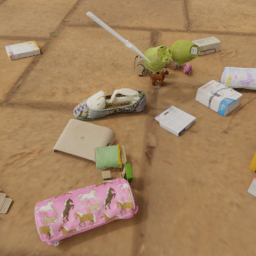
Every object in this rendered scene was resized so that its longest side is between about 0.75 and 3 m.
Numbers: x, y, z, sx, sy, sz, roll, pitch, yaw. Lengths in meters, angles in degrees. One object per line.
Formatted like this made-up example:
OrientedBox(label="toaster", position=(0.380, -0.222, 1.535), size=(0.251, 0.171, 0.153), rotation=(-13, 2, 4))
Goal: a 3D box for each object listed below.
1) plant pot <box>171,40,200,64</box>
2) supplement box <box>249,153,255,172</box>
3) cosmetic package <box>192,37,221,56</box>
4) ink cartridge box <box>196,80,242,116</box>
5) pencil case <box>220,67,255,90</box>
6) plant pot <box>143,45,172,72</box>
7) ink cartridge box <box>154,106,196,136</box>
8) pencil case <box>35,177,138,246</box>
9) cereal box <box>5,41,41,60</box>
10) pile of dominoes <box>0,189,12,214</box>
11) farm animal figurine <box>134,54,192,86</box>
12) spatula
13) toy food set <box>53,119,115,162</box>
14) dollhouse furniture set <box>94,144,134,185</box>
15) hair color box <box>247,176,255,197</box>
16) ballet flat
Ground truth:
OrientedBox(label="plant pot", position=(1.996, -2.566, 9.411), size=(0.823, 0.823, 0.880), rotation=(-16, 18, -16))
OrientedBox(label="supplement box", position=(5.143, 0.683, 7.745), size=(2.290, 1.520, 2.258), rotation=(-32, 52, -30))
OrientedBox(label="cosmetic package", position=(3.684, -3.890, 13.351), size=(1.233, 0.538, 0.637), rotation=(-15, 45, -15))
OrientedBox(label="ink cartridge box", position=(3.353, -1.133, 10.393), size=(0.965, 0.566, 1.318), rotation=(-31, 53, -29))
OrientedBox(label="pencil case", position=(4.727, -1.911, 11.020), size=(2.028, 0.843, 0.920), rotation=(3, 55, 3))
OrientedBox(label="plant pot", position=(1.078, -2.442, 9.589), size=(0.874, 0.874, 0.804), rotation=(-18, 4, -18))
OrientedBox(label="ink cartridge box", position=(1.628, -0.268, 9.717), size=(1.052, 0.214, 1.050), rotation=(34, 53, 31))
OrientedBox(label="pencil case", position=(-0.974, 1.970, 6.775), size=(2.394, 1.036, 0.991), rotation=(-15, 11, -16))
OrientedBox(label="cereal box", position=(-5.006, -3.708, 13.338), size=(1.434, 0.283, 1.032), rotation=(-18, 46, -18))
OrientedBox(label="pile of dominoes", position=(-4.042, 2.045, 7.340), size=(1.839, 0.293, 1.433), rotation=(30, 50, 18))
OrientedBox(label="farm animal figurine", position=(1.560, -2.818, 11.780), size=(2.211, 1.112, 1.785), rotation=(-28, 50, -27))
OrientedBox(label="spatula", position=(-0.314, -2.814, 8.704), size=(2.301, 0.185, 1.600), rotation=(32, 18, -19))
OrientedBox(label="toy food set", position=(-1.386, 0.461, 8.826), size=(1.691, 0.511, 1.213), rotation=(14, 57, 16))
OrientedBox(label="dollhouse furniture set", position=(-0.431, 0.946, 7.810), size=(0.881, 0.675, 1.344), rotation=(-4, 58, -12))
OrientedBox(label="hair color box", position=(3.873, 1.729, 7.262), size=(1.306, 0.663, 0.400), rotation=(32, 51, 28))
OrientedBox(label="ballet flat", position=(-0.637, -0.962, 9.926), size=(2.701, 0.971, 0.971), rotation=(-8, 44, -9))
